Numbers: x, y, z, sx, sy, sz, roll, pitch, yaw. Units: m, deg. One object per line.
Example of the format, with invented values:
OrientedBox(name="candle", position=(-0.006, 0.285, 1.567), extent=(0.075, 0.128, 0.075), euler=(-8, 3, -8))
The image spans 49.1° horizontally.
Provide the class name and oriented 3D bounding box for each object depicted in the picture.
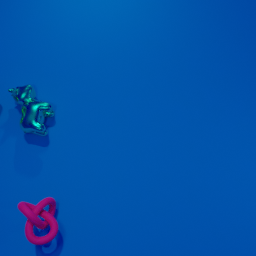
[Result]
OrientedBox(name="cow figurine", position=(-3.071, -0.560, 8.639), extent=(1.516, 0.846, 1.541), euler=(14, 69, 0))
OrientedBox(name="knot shape", position=(-2.235, 2.386, 7.158), extent=(0.568, 1.229, 1.150), euler=(-33, 60, 22))
